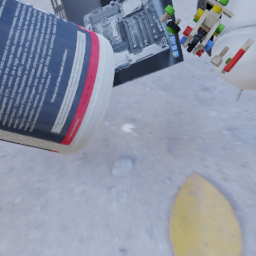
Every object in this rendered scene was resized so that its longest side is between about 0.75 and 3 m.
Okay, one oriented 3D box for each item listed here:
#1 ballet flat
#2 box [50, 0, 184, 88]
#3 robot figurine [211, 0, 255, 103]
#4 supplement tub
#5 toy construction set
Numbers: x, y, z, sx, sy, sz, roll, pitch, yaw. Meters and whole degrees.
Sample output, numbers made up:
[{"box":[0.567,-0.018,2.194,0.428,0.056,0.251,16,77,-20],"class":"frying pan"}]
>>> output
[{"box":[1.955,-2.324,6.514,0.560,1.685,0.479,-16,-1,0],"class":"ballet flat"},{"box":[-0.222,-2.120,4.876,2.027,2.571,0.640,-23,21,-22],"class":"box"},{"box":[2.465,-1.923,5.118,1.616,2.427,2.862,12,84,5],"class":"robot figurine"},{"box":[-1.241,-0.574,2.739,1.951,1.369,1.369,16,35,-26],"class":"supplement tub"},{"box":[0.956,-1.083,3.004,0.882,0.735,0.677,44,102,25],"class":"toy construction set"}]
